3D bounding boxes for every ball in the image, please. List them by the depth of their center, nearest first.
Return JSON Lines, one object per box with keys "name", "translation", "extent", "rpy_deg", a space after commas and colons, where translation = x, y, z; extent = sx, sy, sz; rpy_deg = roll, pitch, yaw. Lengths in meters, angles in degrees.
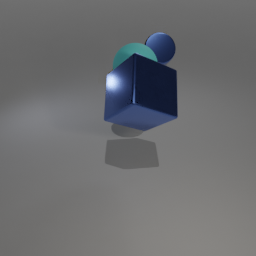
{"name": "ball", "translation": [0.225, -1.922, 8.727], "extent": [1.400, 1.400, 1.400], "rpy_deg": [0, 30, 0]}

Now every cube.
{"name": "cube", "translation": [0.329, -0.864, 7.400], "extent": [1.400, 1.400, 1.400], "rpy_deg": [14, -22, -31]}

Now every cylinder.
{"name": "cylinder", "translation": [1.355, -3.497, 12.976], "extent": [1.400, 1.400, 1.400], "rpy_deg": [-3, -1, -5]}
